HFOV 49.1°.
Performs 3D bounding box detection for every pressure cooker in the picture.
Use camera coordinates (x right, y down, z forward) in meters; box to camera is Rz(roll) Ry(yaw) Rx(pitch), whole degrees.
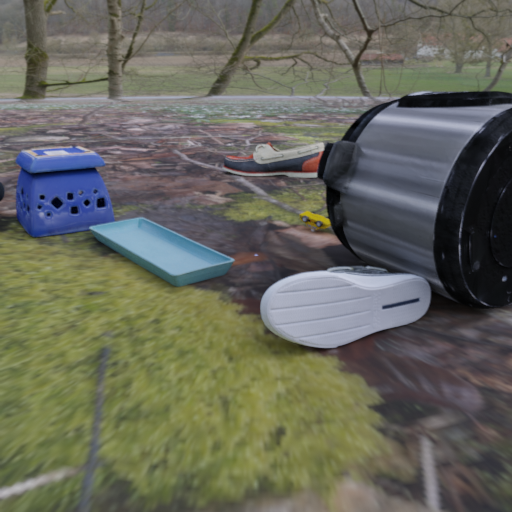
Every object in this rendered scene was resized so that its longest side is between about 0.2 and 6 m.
[{"bbox_3d":[2.204,-0.799,7.112,2.424,2.386,2.713,-38,32,-17],"label":"pressure cooker"}]

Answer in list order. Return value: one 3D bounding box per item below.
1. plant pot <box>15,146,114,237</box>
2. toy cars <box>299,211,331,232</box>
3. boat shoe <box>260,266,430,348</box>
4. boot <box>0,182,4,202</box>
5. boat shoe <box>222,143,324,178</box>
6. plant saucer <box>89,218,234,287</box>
[{"bbox_3d":[-3.416,-1.198,9.849,1.459,1.312,1.459,-11,21,-31],"label":"plant pot"},{"bbox_3d":[1.343,-0.539,9.570,1.220,0.270,0.547,3,27,-3],"label":"toy cars"},{"bbox_3d":[0.890,0.510,6.050,2.132,0.769,0.756,1,7,-31],"label":"boat shoe"},{"bbox_3d":[-5.624,-0.920,9.616,2.316,0.884,1.946,0,22,-21],"label":"boot"},{"bbox_3d":[0.430,-2.458,14.197,2.641,0.826,0.940,3,21,13],"label":"boat shoe"},{"bbox_3d":[-1.500,-0.108,8.346,0.970,0.263,2.774,-14,25,-35],"label":"plant saucer"}]
